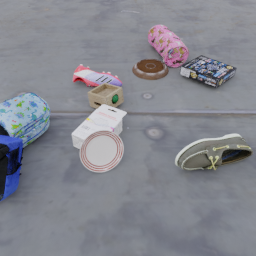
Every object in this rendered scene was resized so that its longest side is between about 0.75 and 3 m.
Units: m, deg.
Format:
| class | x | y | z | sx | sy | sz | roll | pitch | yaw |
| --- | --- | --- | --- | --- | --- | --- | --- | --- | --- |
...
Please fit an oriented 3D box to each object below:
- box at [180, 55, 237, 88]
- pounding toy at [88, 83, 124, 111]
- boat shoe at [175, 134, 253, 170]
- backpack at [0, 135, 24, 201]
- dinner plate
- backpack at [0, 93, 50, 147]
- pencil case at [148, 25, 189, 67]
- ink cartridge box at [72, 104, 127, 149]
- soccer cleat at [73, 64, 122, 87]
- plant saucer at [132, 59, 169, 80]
| class | x | y | z | sx | sy | sz | roll | pitch | yaw |
| --- | --- | --- | --- | --- | --- | --- | --- | --- | --- |
| box | 3.676 | -2.624 | 12.822 | 1.898 | 0.475 | 1.912 | 31 | 45 | 28 |
| pounding toy | -0.807 | -1.034 | 11.037 | 1.274 | 0.906 | 1.173 | 21 | 44 | 34 |
| boat shoe | 2.732 | 0.843 | 8.790 | 2.590 | 0.925 | 0.774 | -13 | 39 | -19 |
| backpack | -3.665 | 1.106 | 7.834 | 1.453 | 1.788 | 1.501 | 9 | 8 | 9 |
| dinner plate | -0.807 | 0.705 | 8.619 | 1.389 | 1.389 | 0.168 | -14 | 20 | -15 |
| backpack | -3.698 | -0.240 | 9.651 | 1.773 | 1.671 | 2.174 | 38 | 36 | 22 |
| pencil case | 1.961 | -4.206 | 14.172 | 1.221 | 1.169 | 2.823 | 1 | 40 | -22 |
| ink cartridge box | -0.940 | 0.034 | 9.876 | 1.124 | 0.651 | 1.930 | 22 | 47 | 21 |
| soccer cleat | -1.350 | -2.086 | 12.297 | 2.243 | 0.748 | 0.858 | 20 | 79 | 12 |
| plant saucer | 1.073 | -2.863 | 13.355 | 1.751 | 0.281 | 1.751 | -1 | 42 | 1 |
